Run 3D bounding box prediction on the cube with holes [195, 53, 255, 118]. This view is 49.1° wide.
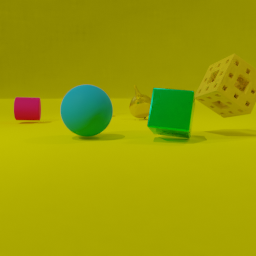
[{"bbox_3d":[2.567,-1.017,7.129,1.054,1.054,1.054,31,-11,-12],"label":"cube with holes"}]

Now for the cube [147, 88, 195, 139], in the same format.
[{"bbox_3d":[0.991,-0.316,6.267,0.888,0.888,0.888,7,-10,15],"label":"cube"}]

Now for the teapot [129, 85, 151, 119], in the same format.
[{"bbox_3d":[0.515,-0.981,11.424,1.036,1.666,0.816,-20,44,-1],"label":"teapot"}]

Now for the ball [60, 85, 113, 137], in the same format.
[{"bbox_3d":[-0.952,-0.400,6.503,1.201,1.201,1.201,0,7,0],"label":"ball"}]

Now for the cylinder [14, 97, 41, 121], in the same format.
[{"bbox_3d":[-3.631,-0.692,10.175,0.842,0.842,0.842,0,6,-12],"label":"cylinder"}]
